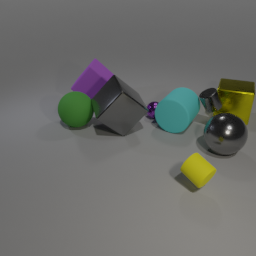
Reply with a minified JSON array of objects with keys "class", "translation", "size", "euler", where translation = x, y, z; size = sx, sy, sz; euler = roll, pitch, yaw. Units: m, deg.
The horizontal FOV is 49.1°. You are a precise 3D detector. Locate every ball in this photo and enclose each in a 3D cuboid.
[{"class":"ball","translation":[3.235,0.195,9.329],"size":[1.400,1.400,1.400],"euler":[0,29,0]},{"class":"ball","translation":[1.110,-0.765,11.740],"size":[0.700,0.700,0.700],"euler":[0,29,0]},{"class":"ball","translation":[-2.038,-0.731,10.990],"size":[1.400,1.400,1.400],"euler":[0,29,0]}]

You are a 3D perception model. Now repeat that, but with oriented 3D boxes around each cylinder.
[{"class":"cylinder","translation":[1.930,1.160,7.705],"size":[0.700,0.700,0.700],"euler":[-23,54,-35]},{"class":"cylinder","translation":[3.188,-1.068,10.765],"size":[0.700,0.700,0.700],"euler":[-28,26,15]},{"class":"cylinder","translation":[1.950,-0.713,10.952],"size":[1.400,1.400,1.400],"euler":[16,33,25]}]

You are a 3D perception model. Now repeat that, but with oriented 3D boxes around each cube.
[{"class":"cube","translation":[4.415,-1.134,11.701],"size":[1.400,1.400,1.400],"euler":[11,31,18]},{"class":"cube","translation":[-1.494,-2.037,12.697],"size":[1.400,1.400,1.400],"euler":[39,24,-16]},{"class":"cube","translation":[-0.344,-0.842,10.490],"size":[1.400,1.400,1.400],"euler":[33,20,-34]}]
